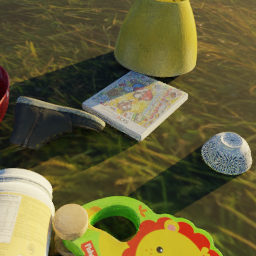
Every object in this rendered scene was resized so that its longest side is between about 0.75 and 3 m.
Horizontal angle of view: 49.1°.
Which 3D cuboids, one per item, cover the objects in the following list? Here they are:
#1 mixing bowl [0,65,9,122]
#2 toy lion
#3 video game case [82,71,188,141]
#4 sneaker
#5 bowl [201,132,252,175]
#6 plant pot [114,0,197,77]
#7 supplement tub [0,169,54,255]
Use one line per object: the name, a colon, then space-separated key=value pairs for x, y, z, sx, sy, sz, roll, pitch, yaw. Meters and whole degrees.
mixing bowl: x=-3.896 y=-0.597 z=6.970 sx=2.147 sy=1.163 sz=2.147 roll=1 pitch=54 yaw=-1
toy lion: x=0.255 y=2.109 z=4.568 sx=2.384 sy=0.854 sz=2.487 roll=-15 pitch=44 yaw=-26
video game case: x=0.226 y=-0.762 z=7.946 sx=2.068 sy=0.260 sz=2.272 roll=29 pitch=50 yaw=28
sneaker: x=-1.690 y=0.063 z=6.826 sx=2.152 sy=0.805 sz=1.143 roll=13 pitch=84 yaw=-17
bowl: x=2.315 y=0.455 z=6.433 sx=1.149 sy=0.539 sz=1.149 roll=0 pitch=42 yaw=0
plant pot: x=1.012 y=-3.263 z=9.160 sx=2.848 sy=2.021 sz=2.848 roll=3 pitch=39 yaw=-3
supplement tub: x=-1.924 y=1.736 z=4.426 sx=1.371 sy=1.371 sz=1.885 roll=-2 pitch=43 yaw=-2
